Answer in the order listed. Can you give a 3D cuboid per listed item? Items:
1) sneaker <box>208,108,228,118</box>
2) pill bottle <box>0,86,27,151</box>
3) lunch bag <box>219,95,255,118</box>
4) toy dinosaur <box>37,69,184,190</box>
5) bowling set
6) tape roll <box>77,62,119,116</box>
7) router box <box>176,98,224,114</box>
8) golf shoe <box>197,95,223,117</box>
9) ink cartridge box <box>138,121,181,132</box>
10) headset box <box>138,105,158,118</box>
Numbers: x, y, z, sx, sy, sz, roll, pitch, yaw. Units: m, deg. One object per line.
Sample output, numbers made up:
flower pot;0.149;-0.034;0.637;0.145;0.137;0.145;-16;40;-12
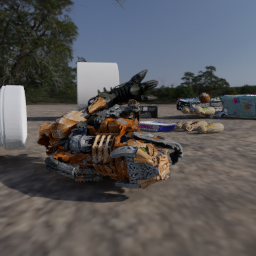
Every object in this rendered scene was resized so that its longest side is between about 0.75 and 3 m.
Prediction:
sneaker;4.380;-0.645;13.666;0.940;0.414;0.354;-22;-32;24
pill bottle;-2.649;-0.112;3.818;2.332;1.306;1.306;-3;6;-17
lunch bag;6.061;-1.077;13.906;2.277;1.094;2.839;-3;8;-37
toy dinosaur;-0.399;0.046;3.536;2.539;1.297;1.723;30;39;33
bowling set;1.940;-0.431;8.187;0.876;1.135;1.631;-5;4;-29
tape roll;-1.432;-1.695;12.849;1.784;2.598;2.598;0;6;-10
router box;3.446;-1.096;13.495;1.825;0.567;1.367;-6;15;-16
golf shoe;4.278;-1.042;15.477;2.973;1.148;1.309;-6;-16;-38
ink cartridge box;0.874;-0.051;8.438;0.646;0.253;1.365;-4;5;-36
headset box;0.898;-0.856;14.332;1.224;0.618;1.646;0;6;3
